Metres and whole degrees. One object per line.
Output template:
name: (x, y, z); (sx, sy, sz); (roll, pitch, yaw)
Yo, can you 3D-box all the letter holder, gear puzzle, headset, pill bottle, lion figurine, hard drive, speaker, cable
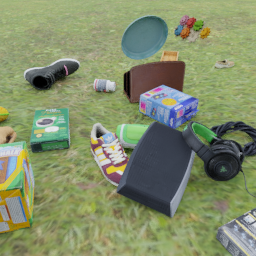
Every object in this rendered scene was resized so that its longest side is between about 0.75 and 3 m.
letter holder: (1.127, -2.294, 12.481); (2.482, 1.764, 1.248); (-9, 35, -13)
gear puzzle: (2.346, -3.626, 10.322); (0.228, 0.903, 1.743); (17, 20, -40)
headset: (2.902, 0.752, 7.979); (2.916, 1.370, 1.801); (45, 26, 14)
pill bottle: (-1.086, -1.969, 13.087); (0.926, 0.554, 0.554); (7, 34, 11)
lion figurine: (-4.821, 0.155, 9.719); (2.860, 1.036, 1.752); (23, 30, 9)
hard drive: (0.937, 0.978, 7.942); (1.783, 0.560, 2.644); (22, 51, 9)
speaker: (0.583, 0.332, 9.399); (1.905, 0.843, 0.843); (5, 34, 8)
cable: (3.748, 0.364, 9.632); (1.989, 0.505, 1.623); (-5, 34, -9)

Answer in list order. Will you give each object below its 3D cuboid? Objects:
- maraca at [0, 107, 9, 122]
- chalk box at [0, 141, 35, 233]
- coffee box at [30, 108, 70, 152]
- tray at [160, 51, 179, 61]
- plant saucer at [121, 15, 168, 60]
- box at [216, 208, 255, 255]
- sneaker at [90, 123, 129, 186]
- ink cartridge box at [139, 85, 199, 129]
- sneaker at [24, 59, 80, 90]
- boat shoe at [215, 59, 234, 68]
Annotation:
maraca: (-5.178, -0.541, 10.921); (1.121, 0.600, 0.768); (2, 4, 19)
chalk box: (-3.277, 1.346, 7.297); (1.442, 1.452, 2.326); (-7, 35, -11)
coffee box: (-2.773, 0.006, 10.190); (1.319, 0.472, 2.145); (-6, 35, -10)
tray: (2.438, -4.051, 16.415); (0.938, 0.352, 1.902); (7, 35, 9)
plant saucer: (0.574, -3.271, 10.100); (1.816, 1.816, 0.249); (-12, 56, -18)
box: (3.100, 2.685, 6.212); (1.405, 0.428, 1.743); (-16, 37, -25)
sneaker: (-0.511, 0.777, 8.479); (0.899, 1.080, 2.398); (-21, 39, -28)
ink cartridge box: (1.743, -0.834, 11.167); (1.490, 0.834, 2.184); (-29, 45, -36)
sneaker: (-3.559, -2.559, 13.686); (2.786, 0.985, 1.382); (-18, 39, -17)
boat shoe: (5.464, -3.638, 15.725); (1.227, 0.407, 0.454); (-13, 36, -19)
